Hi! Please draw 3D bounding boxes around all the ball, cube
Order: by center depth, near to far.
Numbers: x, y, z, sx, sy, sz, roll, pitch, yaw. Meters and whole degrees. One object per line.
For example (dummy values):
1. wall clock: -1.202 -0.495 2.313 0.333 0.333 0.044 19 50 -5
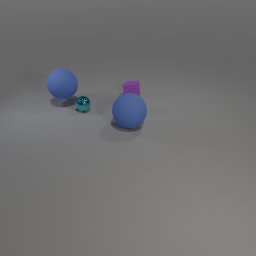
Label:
1. ball: 0.058 -0.694 11.227 1.400 1.400 1.400 0 30 0
2. ball: -2.030 -1.104 12.671 0.700 0.700 0.700 0 30 0
3. ball: -3.021 -2.022 12.930 1.400 1.400 1.400 0 30 0
4. cube: 0.194 -1.943 14.089 0.700 0.700 0.700 -2 24 14
